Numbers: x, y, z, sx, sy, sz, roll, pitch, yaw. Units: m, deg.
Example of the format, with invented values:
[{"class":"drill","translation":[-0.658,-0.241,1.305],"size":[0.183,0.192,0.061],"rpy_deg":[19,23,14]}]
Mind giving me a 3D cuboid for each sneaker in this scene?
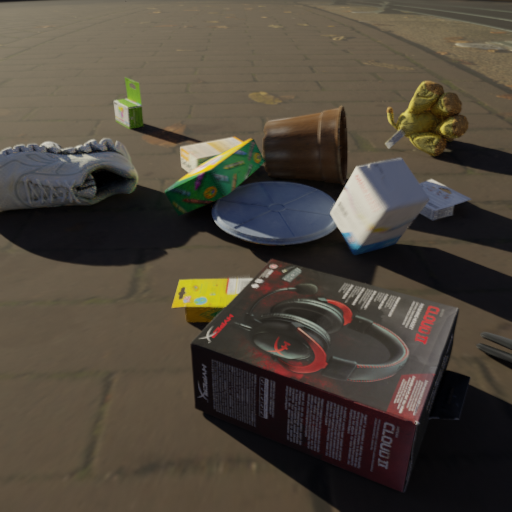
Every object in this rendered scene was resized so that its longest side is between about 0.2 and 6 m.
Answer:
[{"class":"sneaker","translation":[-3.862,-1.472,10.886],"size":[3.228,1.213,1.308],"rpy_deg":[-17,43,-25]}]

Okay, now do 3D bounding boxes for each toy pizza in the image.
[{"class":"toy pizza","translation":[0.372,-0.737,10.298],"size":[2.363,0.374,2.363],"rpy_deg":[1,32,0]}]

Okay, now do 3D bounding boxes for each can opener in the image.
[{"class":"can opener","translation":[3.285,1.242,6.890],"size":[0.468,0.378,1.192],"rpy_deg":[26,4,-41]}]

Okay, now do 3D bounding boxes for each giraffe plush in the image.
[{"class":"giraffe plush","translation":[4.347,-3.314,13.877],"size":[1.973,1.702,1.600],"rpy_deg":[-22,0,41]}]

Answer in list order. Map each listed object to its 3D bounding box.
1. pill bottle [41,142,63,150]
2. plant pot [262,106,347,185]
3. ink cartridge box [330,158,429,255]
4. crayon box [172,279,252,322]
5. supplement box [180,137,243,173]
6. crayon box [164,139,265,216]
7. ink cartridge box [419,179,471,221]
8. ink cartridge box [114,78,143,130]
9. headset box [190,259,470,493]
[{"class":"pill bottle","translation":[-4.495,-2.158,12.466],"size":[0.612,0.612,1.057],"rpy_deg":[-16,33,-24]},{"class":"plant pot","translation":[1.051,-2.284,11.890],"size":[1.624,1.640,1.640],"rpy_deg":[-1,30,15]},{"class":"ink cartridge box","translation":[2.006,-0.811,9.270],"size":[0.929,1.273,0.934],"rpy_deg":[-14,63,-23]},{"class":"crayon box","translation":[-0.583,0.631,8.044],"size":[1.141,0.290,0.724],"rpy_deg":[0,31,4]},{"class":"supplement box","translation":[-0.885,-2.211,12.633],"size":[1.417,0.521,0.893],"rpy_deg":[-16,34,-25]},{"class":"crayon box","translation":[-0.763,-1.571,10.985],"size":[1.177,0.578,1.982],"rpy_deg":[-19,18,32]},{"class":"ink cartridge box","translation":[3.472,-1.117,11.058],"size":[0.981,0.249,1.113],"rpy_deg":[-16,35,-24]},{"class":"ink cartridge box","translation":[-3.514,-4.174,15.292],"size":[0.450,1.187,0.877],"rpy_deg":[-21,37,-32]},{"class":"headset box","translation":[0.951,1.206,6.368],"size":[2.738,1.027,2.035],"rpy_deg":[15,34,24]}]
